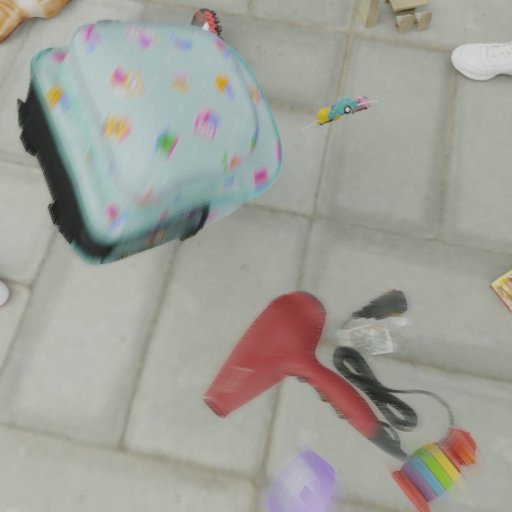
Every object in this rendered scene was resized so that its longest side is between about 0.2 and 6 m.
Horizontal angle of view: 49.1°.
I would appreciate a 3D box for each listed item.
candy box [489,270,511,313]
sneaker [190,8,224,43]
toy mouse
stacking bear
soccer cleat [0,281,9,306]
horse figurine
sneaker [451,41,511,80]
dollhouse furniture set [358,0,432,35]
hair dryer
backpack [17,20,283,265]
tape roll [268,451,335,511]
[{"bbox_3d":[4.990,0.494,10.381,1.108,0.306,0.640,-30,71,-13],"label":"candy box"},{"bbox_3d":[-1.322,-4.220,12.026,1.314,0.951,2.689,-4,68,-4],"label":"sneaker"},{"bbox_3d":[1.555,-2.517,9.433,1.316,1.170,0.255,-23,97,-35],"label":"toy mouse"},{"bbox_3d":[2.314,2.650,7.076,1.101,0.669,0.626,-39,52,-7],"label":"stacking bear"},{"bbox_3d":[-5.457,0.402,10.141,1.919,0.829,0.670,21,69,8],"label":"soccer cleat"},{"bbox_3d":[-5.246,-5.970,12.903,2.580,0.644,1.710,-21,80,-15],"label":"horse figurine"},{"bbox_3d":[5.416,-4.344,11.982,2.316,1.154,0.867,6,70,4],"label":"sneaker"},{"bbox_3d":[3.174,-5.858,12.719,1.458,0.968,1.277,-11,67,-5],"label":"dollhouse furniture set"},{"bbox_3d":[0.824,1.474,7.158,3.069,0.834,2.338,-8,54,-3],"label":"hair dryer"},{"bbox_3d":[-1.342,-1.848,8.496,3.516,2.695,3.091,-19,83,-37],"label":"backpack"},{"bbox_3d":[0.430,2.242,5.357,0.233,0.711,0.711,40,71,-9],"label":"tape roll"}]
